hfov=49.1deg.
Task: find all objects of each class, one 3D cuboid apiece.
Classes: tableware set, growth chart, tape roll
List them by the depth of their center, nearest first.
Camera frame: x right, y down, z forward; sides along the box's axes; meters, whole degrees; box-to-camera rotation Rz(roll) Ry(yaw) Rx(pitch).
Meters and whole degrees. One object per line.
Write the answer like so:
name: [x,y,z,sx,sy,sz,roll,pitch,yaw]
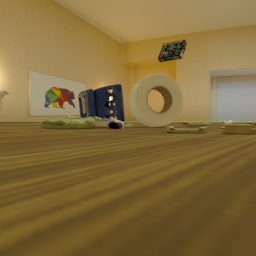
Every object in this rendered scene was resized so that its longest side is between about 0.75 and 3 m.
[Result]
tableware set: [2.343,-0.040,7.513,2.574,0.299,2.150,0,2,21]
growth chart: [-1.233,-0.269,11.612,2.367,0.210,1.713,4,-9,28]
tape roll: [1.225,-1.191,12.167,2.256,2.256,0.789,-1,-1,-18]

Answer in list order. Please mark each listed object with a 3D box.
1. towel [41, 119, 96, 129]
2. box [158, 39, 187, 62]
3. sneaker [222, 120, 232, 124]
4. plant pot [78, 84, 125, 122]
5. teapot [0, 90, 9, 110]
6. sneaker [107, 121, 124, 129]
towel: [-2.319,-0.170,10.729,1.488,0.366,2.006,-3,3,-41]
box: [1.513,-2.633,9.592,0.883,0.702,0.203,1,-30,40]
sneaker: [5.562,-0.302,15.792,0.515,0.328,0.891,4,4,15]
plant pot: [-1.715,-1.330,17.057,2.186,2.432,2.432,-7,5,-24]
teapot: [-7.330,-1.026,12.663,2.646,1.958,2.681,0,3,21]
sneaker: [-0.546,-0.108,9.897,0.413,0.289,0.831,-2,3,-40]
